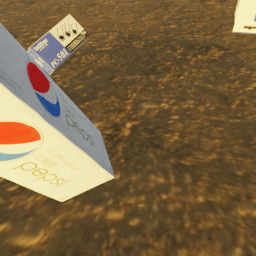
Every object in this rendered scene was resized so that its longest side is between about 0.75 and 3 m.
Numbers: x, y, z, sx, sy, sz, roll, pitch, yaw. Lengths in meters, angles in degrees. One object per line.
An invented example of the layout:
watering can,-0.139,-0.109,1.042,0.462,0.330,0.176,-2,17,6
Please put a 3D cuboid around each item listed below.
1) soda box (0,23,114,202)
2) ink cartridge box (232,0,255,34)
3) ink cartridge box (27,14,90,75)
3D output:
soda box,-1.214,-0.010,3.447,1.015,2.981,0.949,-25,59,6
ink cartridge box,3.195,-3.218,6.887,0.842,1.779,0.330,6,43,7
ink cartridge box,-1.326,-1.638,5.454,0.269,0.573,1.218,-23,27,54
